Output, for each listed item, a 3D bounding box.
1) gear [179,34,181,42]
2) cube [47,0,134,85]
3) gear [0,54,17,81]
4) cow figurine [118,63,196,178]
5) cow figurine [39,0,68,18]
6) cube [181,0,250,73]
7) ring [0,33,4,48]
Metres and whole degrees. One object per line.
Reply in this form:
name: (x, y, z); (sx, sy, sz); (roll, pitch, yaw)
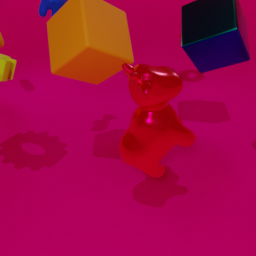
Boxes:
gear: (2.330, -3.443, 9.589); (0.248, 1.342, 1.342); (30, 21, -24)
cube: (-0.615, -1.380, 4.497); (0.951, 0.951, 0.951); (-22, -19, 41)
gear: (-2.736, -1.166, 4.388); (1.788, 0.331, 1.788); (17, 11, -3)
cow figurine: (0.260, -0.103, 3.854); (1.458, 1.482, 0.814); (30, 17, -33)
cow figurine: (-1.179, -2.360, 4.739); (0.491, 0.880, 0.894); (19, 40, -13)
cube: (1.971, -2.147, 6.324); (1.179, 1.179, 1.179); (-10, 64, 32)
ring: (-4.152, -3.065, 8.396); (0.270, 1.351, 1.351); (-31, 40, -19)
